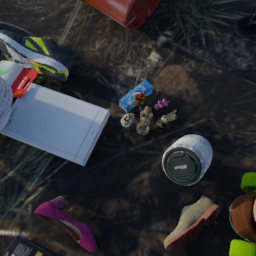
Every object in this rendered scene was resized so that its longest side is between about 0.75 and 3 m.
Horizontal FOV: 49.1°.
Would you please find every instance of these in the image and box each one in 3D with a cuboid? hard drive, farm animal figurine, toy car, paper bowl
[{"bbox_3d":[-2.243,-0.201,8.626,2.853,0.381,1.882,20,65,10],"label":"hard drive"},{"bbox_3d":[0.669,-0.331,8.561,1.390,0.725,1.375,32,80,7],"label":"farm animal figurine"},{"bbox_3d":[3.662,2.000,6.225,2.135,2.706,2.223,17,65,8],"label":"toy car"},{"bbox_3d":[-4.422,-0.529,8.088,2.400,1.248,2.400,-10,56,16],"label":"paper bowl"}]

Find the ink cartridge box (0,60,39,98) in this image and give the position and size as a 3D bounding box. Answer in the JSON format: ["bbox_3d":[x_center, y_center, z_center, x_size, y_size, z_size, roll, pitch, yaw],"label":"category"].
[{"bbox_3d":[-3.824,-1.603,9.129,1.496,0.375,1.204,10,62,26],"label":"ink cartridge box"}]

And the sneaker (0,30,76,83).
[{"bbox_3d":[-3.100,-2.594,9.558,2.898,1.079,1.226,29,61,4],"label":"sneaker"}]

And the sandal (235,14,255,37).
[{"bbox_3d":[5.026,-4.067,10.478,2.323,0.497,0.883,-22,66,-11],"label":"sandal"}]

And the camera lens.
[{"bbox_3d":[1.596,0.807,7.390,1.087,1.087,1.359,36,27,16],"label":"camera lens"}]

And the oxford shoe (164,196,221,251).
[{"bbox_3d":[1.561,2.464,7.280,1.771,0.624,0.662,-32,45,-17],"label":"oxford shoe"}]

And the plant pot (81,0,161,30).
[{"bbox_3d":[-0.395,-5.256,9.926,2.904,2.986,2.986,41,70,9],"label":"plant pot"}]

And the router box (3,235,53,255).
[{"bbox_3d":[-2.519,3.844,6.526,1.597,0.530,2.031,27,67,13],"label":"router box"}]

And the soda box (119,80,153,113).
[{"bbox_3d":[0.268,-1.025,9.023,1.170,0.397,0.375,-40,70,-18],"label":"soda box"}]

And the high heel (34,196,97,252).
[{"bbox_3d":[-1.550,2.534,6.958,1.727,0.582,0.830,43,36,18],"label":"high heel"}]
